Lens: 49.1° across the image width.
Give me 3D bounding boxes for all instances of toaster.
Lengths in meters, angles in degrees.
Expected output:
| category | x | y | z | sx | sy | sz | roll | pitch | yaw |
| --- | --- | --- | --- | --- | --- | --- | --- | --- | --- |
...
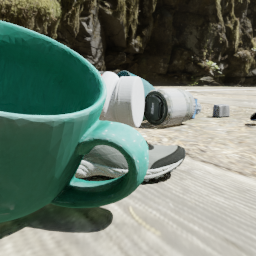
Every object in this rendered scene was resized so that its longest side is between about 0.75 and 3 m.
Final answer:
| category | x | y | z | sx | sy | sz | roll | pitch | yaw |
| --- | --- | --- | --- | --- | --- | --- | --- | --- | --- |
| toaster | 3.527 | -0.656 | 10.665 | 0.752 | 0.486 | 0.427 | -4 | 10 | -20 |

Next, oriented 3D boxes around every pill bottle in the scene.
| category | x | y | z | sx | sy | sz | roll | pitch | yaw |
| --- | --- | --- | --- | --- | --- | --- | --- | --- | --- |
| pill bottle | -1.102 | -0.786 | 8.053 | 2.926 | 1.666 | 1.666 | 3 | 11 | 16 |

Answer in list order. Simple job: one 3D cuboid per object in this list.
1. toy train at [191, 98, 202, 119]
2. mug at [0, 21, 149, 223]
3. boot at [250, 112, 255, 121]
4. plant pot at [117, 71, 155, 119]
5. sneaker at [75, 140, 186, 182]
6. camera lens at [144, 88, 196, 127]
| category | x | y | z | sx | sy | sz | roll | pitch | yaw |
| --- | --- | --- | --- | --- | --- | --- | --- | --- | --- |
| toy train | 1.812 | -0.849 | 10.663 | 1.225 | 0.929 | 2.144 | 0 | 8 | -36 |
| mug | -1.394 | 0.063 | 3.015 | 2.202 | 1.657 | 2.679 | -5 | 41 | -44 |
| boot | 4.337 | -0.500 | 8.745 | 1.047 | 0.385 | 0.500 | -37 | -13 | 34 |
| plant pot | 0.302 | -1.008 | 9.932 | 1.562 | 1.662 | 1.662 | 11 | 2 | -33 |
| sneaker | -0.184 | 0.323 | 4.299 | 2.155 | 0.854 | 0.797 | 1 | 9 | 1 |
| camera lens | 1.274 | -0.658 | 8.809 | 1.443 | 1.154 | 1.154 | -8 | 13 | -40 |
